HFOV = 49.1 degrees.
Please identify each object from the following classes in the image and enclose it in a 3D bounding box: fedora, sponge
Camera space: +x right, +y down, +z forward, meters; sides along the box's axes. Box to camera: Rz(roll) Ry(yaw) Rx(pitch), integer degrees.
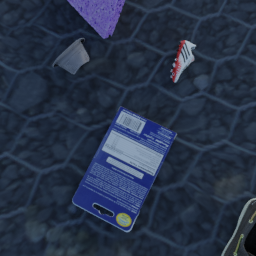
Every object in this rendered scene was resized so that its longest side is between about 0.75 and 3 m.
[{"bbox_3d":[-1.557,-1.996,8.135,1.222,1.382,0.624,-44,106,-6],"label":"fedora"},{"bbox_3d":[-1.270,-4.201,8.459,0.406,1.517,2.720,-35,77,-36],"label":"sponge"}]

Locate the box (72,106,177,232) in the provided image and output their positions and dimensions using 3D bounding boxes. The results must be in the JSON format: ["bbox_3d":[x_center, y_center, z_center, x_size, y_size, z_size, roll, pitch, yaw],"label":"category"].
[{"bbox_3d":[-0.087,1.086,7.736,1.792,0.479,2.959,26,78,5],"label":"box"}]

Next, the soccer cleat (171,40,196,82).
[{"bbox_3d":[1.684,-2.001,8.477,0.589,0.475,1.383,15,76,-1],"label":"soccer cleat"}]

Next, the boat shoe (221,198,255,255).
[{"bbox_3d":[3.081,3.140,7.060,1.011,0.854,2.835,22,78,4],"label":"boat shoe"}]
